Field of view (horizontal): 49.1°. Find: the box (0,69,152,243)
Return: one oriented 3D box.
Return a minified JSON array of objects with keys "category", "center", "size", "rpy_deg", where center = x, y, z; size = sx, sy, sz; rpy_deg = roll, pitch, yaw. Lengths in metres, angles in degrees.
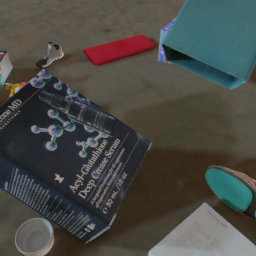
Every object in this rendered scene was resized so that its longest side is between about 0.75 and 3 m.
[{"category":"box","center":[-1.339,0.576,5.930],"size":[2.904,1.555,2.155],"rpy_deg":[34,49,-3]}]

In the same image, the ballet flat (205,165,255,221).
[{"category":"ballet flat","center":[2.882,1.627,6.293],"size":[2.451,0.834,0.824],"rpy_deg":[40,36,27]}]

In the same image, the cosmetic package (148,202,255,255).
[{"category":"cosmetic package","center":[1.719,2.710,5.199],"size":[1.671,0.573,2.216],"rpy_deg":[-31,52,-25]}]

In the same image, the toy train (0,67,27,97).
[{"category":"toy train","center":[-3.711,-0.938,8.133],"size":[2.886,0.803,2.168],"rpy_deg":[35,37,-1]}]

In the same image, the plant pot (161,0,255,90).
[{"category":"plant pot","center":[2.471,-2.756,6.905],"size":[2.062,2.917,2.061],"rpy_deg":[28,8,9]}]

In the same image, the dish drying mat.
[{"category":"dish drying mat","center":[-0.347,-3.245,11.524],"size":[2.826,0.257,1.085],"rpy_deg":[-22,49,-22]}]

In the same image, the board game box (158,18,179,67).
[{"category":"board game box","center":[2.884,-3.245,10.732],"size":[2.730,1.322,2.177],"rpy_deg":[24,49,23]}]

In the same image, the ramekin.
[{"category":"ramekin","center":[-1.889,2.284,5.765],"size":[0.754,0.396,0.754],"rpy_deg":[0,45,0]}]

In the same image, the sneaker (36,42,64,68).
[{"category":"sneaker","center":[-3.090,-2.916,10.807],"size":[0.496,0.763,1.321],"rpy_deg":[25,49,24]}]

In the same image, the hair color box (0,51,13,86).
[{"category":"hair color box","center":[-5.009,-1.726,9.603],"size":[1.218,0.746,2.461],"rpy_deg":[1,45,0]}]
